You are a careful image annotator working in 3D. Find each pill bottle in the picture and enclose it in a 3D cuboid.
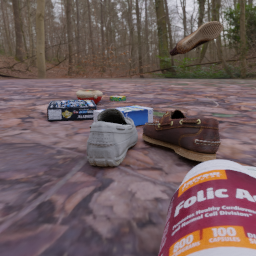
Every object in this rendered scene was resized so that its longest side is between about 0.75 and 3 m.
[{"bbox_3d":[0.766,0.905,2.164,0.999,0.999,1.750,3,13,14],"label":"pill bottle"}]

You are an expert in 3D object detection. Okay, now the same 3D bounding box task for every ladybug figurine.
[{"bbox_3d":[-1.982,-1.586,14.402,1.284,0.681,1.892,-6,13,-23],"label":"ladybug figurine"}]

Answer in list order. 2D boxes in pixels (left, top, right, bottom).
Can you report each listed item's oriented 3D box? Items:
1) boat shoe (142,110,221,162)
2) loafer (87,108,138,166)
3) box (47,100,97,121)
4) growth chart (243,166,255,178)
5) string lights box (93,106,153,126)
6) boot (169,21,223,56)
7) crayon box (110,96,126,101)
[{"bbox_3d":[1.116,0.039,6.274,0.900,0.900,2.558,0,7,-26],"label":"boat shoe"},{"bbox_3d":[-0.274,0.016,6.339,0.968,0.966,2.767,1,12,5],"label":"loafer"},{"bbox_3d":[-2.154,-0.724,10.834,1.750,0.507,2.202,-3,12,-12],"label":"box"},{"bbox_3d":[1.671,0.858,4.407,1.233,0.151,1.704,4,13,22],"label":"growth chart"},{"bbox_3d":[-0.132,-0.350,9.065,1.770,0.522,0.910,-10,16,-38],"label":"string lights box"},{"bbox_3d":[2.113,-2.817,8.910,1.511,0.547,1.257,-30,10,-7],"label":"boot"},{"bbox_3d":[-0.577,-1.672,15.867,0.813,0.237,0.483,8,15,34],"label":"crayon box"}]
